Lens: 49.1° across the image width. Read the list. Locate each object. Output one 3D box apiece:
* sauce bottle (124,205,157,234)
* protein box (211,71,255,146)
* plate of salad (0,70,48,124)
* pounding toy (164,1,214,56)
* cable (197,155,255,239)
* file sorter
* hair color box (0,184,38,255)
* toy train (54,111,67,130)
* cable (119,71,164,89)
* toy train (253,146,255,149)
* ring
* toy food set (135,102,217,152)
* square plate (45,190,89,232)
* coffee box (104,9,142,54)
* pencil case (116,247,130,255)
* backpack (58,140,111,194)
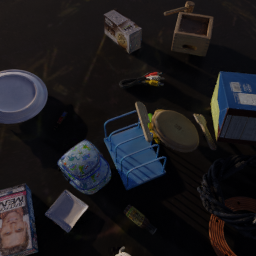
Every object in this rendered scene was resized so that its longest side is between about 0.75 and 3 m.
[{"bbox_3d":[0.362,2.676,8.179,1.054,0.341,0.341,32,62,21],"label":"sauce bottle"},{"bbox_3d":[4.128,-0.658,9.437,2.162,1.459,2.146,6,43,4],"label":"protein box"},{"bbox_3d":[-4.347,-1.172,10.584,2.537,0.609,2.537,5,58,-9],"label":"plate of salad"},{"bbox_3d":[2.587,-4.469,12.452,2.128,1.108,2.422,12,57,8],"label":"pounding toy"},{"bbox_3d":[3.478,1.842,8.539,2.327,0.724,2.852,23,49,27],"label":"cable"},{"bbox_3d":[0.188,0.648,8.993,1.397,1.235,2.014,-20,59,-12],"label":"file sorter"},{"bbox_3d":[-3.232,2.675,8.035,0.961,0.581,1.921,-15,58,-10],"label":"hair color box"},{"bbox_3d":[-2.467,-0.290,10.232,0.146,0.196,0.856,21,59,11],"label":"toy train"},{"bbox_3d":[0.543,-1.980,11.200,1.779,0.448,0.864,0,56,0],"label":"cable"},{"bbox_3d":[4.540,0.598,9.563,0.423,0.315,1.846,-30,61,-23],"label":"toy train"},{"bbox_3d":[3.433,3.071,7.996,2.242,0.215,2.242,1,56,-1],"label":"ring"},{"bbox_3d":[1.539,0.102,9.442,2.777,0.557,1.917,9,46,-23],"label":"toy food set"},{"bbox_3d":[-1.831,2.488,8.427,0.941,0.135,0.950,30,62,18],"label":"square plate"},{"bbox_3d":[-0.242,-4.291,12.386,0.726,1.028,1.819,-34,63,-21],"label":"coffee box"},{"bbox_3d":[-0.611,4.397,6.545,1.332,1.158,2.978,38,64,11],"label":"pencil case"},{"bbox_3d":[-1.311,1.234,8.696,1.350,1.084,1.476,-39,69,-19],"label":"backpack"}]
